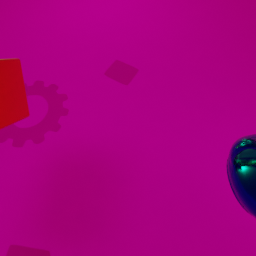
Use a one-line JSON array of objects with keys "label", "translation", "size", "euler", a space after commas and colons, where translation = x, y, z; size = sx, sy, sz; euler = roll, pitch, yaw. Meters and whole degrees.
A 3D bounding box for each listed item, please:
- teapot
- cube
[{"label": "teapot", "translation": [1.540, 0.483, 2.831], "size": [1.520, 0.744, 0.945], "euler": [30, 48, -28]}, {"label": "cube", "translation": [-1.904, -0.440, 3.622], "size": [0.827, 0.827, 0.827], "euler": [-2, 15, 10]}]
